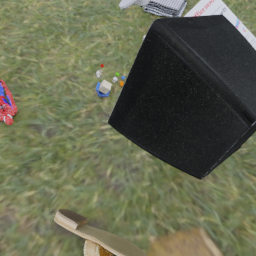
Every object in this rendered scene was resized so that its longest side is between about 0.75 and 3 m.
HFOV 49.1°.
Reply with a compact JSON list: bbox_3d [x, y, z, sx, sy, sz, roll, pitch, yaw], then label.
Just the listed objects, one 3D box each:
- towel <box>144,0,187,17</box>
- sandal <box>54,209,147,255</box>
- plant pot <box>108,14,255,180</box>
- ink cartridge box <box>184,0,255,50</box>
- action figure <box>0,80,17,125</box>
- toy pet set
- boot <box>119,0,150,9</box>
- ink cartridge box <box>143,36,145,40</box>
[{"bbox_3d":[1.435,-4.712,10.427,1.420,0.608,1.176,20,59,13],"label":"towel"},{"bbox_3d":[-0.656,2.487,5.729,2.233,0.819,0.735,22,88,22],"label":"sandal"},{"bbox_3d":[1.239,-0.433,4.686,2.085,2.080,1.849,-22,61,-41],"label":"plant pot"},{"bbox_3d":[2.551,-2.570,8.240,2.299,0.973,1.662,44,64,-5],"label":"ink cartridge box"},{"bbox_3d":[-3.762,-1.091,7.753,0.766,1.161,2.347,-29,64,-17],"label":"action figure"},{"bbox_3d":[-0.619,-1.325,8.349,0.851,0.452,0.794,27,55,-22],"label":"toy pet set"},{"bbox_3d":[0.288,-3.593,7.925,1.097,0.524,0.404,-40,48,-1],"label":"boot"},{"bbox_3d":[1.787,-2.489,8.940,2.397,0.603,1.306,35,62,22],"label":"ink cartridge box"}]
